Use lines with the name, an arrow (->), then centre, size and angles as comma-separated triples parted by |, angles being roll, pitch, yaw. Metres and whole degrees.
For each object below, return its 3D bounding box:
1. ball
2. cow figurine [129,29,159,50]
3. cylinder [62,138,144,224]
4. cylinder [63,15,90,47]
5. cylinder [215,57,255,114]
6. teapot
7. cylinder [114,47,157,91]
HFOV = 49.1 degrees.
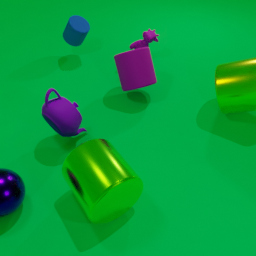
ball -> -2.600, 1.308, 5.674 | 0.988, 0.988, 0.988 | 0, 45, 0
cow figurine -> 0.564, -2.847, 9.573 | 1.023, 1.040, 0.571 | -34, 78, -3
cylinder -> -0.529, 1.064, 5.726 | 1.249, 1.249, 1.249 | -25, 50, -23
cylinder -> -1.777, -3.317, 9.595 | 0.744, 0.744, 0.744 | 14, 59, -25
cylinder -> 3.193, -1.139, 7.525 | 1.397, 1.397, 1.397 | -6, 40, 30
teapot -> -1.531, -0.287, 6.886 | 1.040, 1.673, 0.819 | 26, 63, 42
cylinder -> 0.221, -1.716, 8.209 | 1.062, 1.062, 1.062 | -14, 11, 3
